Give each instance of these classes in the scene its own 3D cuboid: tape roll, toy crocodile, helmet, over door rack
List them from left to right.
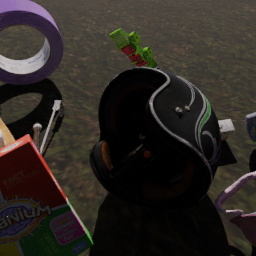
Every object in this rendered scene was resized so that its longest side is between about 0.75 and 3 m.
[{"bbox_3d":[-2.924,0.003,6.787,2.054,0.926,2.780,3,38,2],"label":"over door rack"},{"bbox_3d":[-3.333,-2.574,8.638,2.532,2.532,0.831,-14,51,-17],"label":"tape roll"},{"bbox_3d":[0.136,-1.528,5.651,0.452,1.339,0.413,-14,63,32],"label":"toy crocodile"},{"bbox_3d":[0.556,0.097,5.437,2.492,2.492,2.375,4,38,5],"label":"helmet"}]

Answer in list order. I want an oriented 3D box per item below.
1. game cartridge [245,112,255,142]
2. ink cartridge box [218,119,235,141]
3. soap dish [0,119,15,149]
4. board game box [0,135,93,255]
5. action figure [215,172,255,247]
[{"bbox_3d":[3.081,-0.023,6.556,0.581,0.872,0.176,-18,39,22],"label":"game cartridge"},{"bbox_3d":[2.099,0.103,6.872,0.801,0.584,0.340,-7,63,-10],"label":"ink cartridge box"},{"bbox_3d":[-3.370,0.851,4.820,2.893,1.175,2.276,-31,34,-21],"label":"soap dish"},{"bbox_3d":[-1.604,1.310,4.017,1.505,1.967,0.397,-30,22,-13],"label":"board game box"},{"bbox_3d":[2.507,1.494,3.411,2.204,1.983,2.960,44,13,10],"label":"action figure"}]
